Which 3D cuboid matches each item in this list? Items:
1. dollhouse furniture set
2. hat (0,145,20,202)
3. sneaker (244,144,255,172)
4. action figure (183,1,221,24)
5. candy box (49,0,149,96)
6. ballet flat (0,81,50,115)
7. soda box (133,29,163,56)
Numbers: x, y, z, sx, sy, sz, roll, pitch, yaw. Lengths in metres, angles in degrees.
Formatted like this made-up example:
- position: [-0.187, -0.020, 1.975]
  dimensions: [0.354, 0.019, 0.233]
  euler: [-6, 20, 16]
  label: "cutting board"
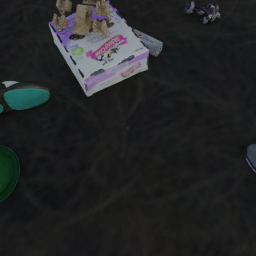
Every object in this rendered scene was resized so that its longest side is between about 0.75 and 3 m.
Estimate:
- position: [-1.148, -3.239, 7.765]
  dimensions: [1.375, 0.974, 1.497]
  euler: [8, 82, 6]
  label: "dollhouse furniture set"
- position: [-3.293, 0.855, 5.933]
  dimensions: [1.458, 1.549, 1.760]
  euler: [-3, 61, -2]
  label: "hat"
- position: [3.585, 0.973, 6.256]
  dimensions: [0.741, 0.872, 1.992]
  euler: [-37, 68, -18]
  label: "sneaker"
- position: [2.455, -3.817, 9.153]
  dimensions: [1.215, 0.421, 0.790]
  euler: [21, 56, 7]
  label: "action figure"
- position: [-0.838, -2.357, 8.077]
  dimensions: [1.989, 0.848, 2.371]
  euler: [-27, 65, -14]
  label: "candy box"
- position: [-3.240, -0.791, 7.301]
  dimensions: [2.325, 0.790, 0.795]
  euler: [-21, 54, -11]
  label: "ballet flat"
- position: [0.523, -2.590, 8.507]
  dimensions: [1.037, 0.329, 0.354]
  euler: [30, 66, 15]
  label: "soda box"
